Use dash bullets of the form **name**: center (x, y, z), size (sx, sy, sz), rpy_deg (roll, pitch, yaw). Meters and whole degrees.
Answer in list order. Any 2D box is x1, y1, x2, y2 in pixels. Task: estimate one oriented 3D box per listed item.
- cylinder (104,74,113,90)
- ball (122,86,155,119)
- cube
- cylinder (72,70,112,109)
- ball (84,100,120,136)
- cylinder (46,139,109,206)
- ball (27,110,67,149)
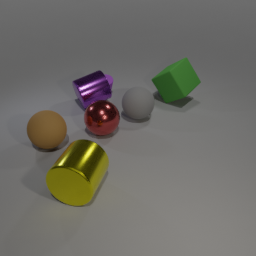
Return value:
- **cylinder**: center (-1.139, -2.256, 14.311), size (0.700, 0.700, 0.700), rpy_deg (6, 56, -9)
- **ball**: center (0.432, -1.066, 11.947), size (1.400, 1.400, 1.400), rpy_deg (0, 31, 0)
- **cube**: center (2.277, -2.232, 13.276), size (1.400, 1.400, 1.400), rpy_deg (-41, 14, -30)
- **cylinder**: center (-1.667, -1.780, 12.990), size (1.400, 1.400, 1.400), rpy_deg (-25, 37, -14)
- **ball**: center (-1.012, -0.395, 10.916), size (1.400, 1.400, 1.400), rpy_deg (0, 31, 0)
- **cylinder**: center (-1.420, 1.262, 8.113), size (1.400, 1.400, 1.400), rpy_deg (8, 32, 13)
- **ball**: center (-2.925, 0.054, 10.135), size (1.400, 1.400, 1.400), rpy_deg (0, 31, 0)
